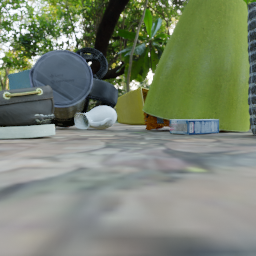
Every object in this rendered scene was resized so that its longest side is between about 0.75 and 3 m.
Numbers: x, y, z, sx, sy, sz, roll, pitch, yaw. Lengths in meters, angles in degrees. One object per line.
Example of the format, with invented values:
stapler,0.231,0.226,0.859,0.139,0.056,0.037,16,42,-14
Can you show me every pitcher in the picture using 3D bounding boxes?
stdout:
pitcher,-0.754,-0.232,7.587,1.083,0.656,0.929,-14,22,-43

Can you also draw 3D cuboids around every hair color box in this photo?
hair color box,1.215,-0.025,5.095,0.881,0.267,0.441,-1,2,-38

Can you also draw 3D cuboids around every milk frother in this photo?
milk frother,-1.634,-1.638,8.606,2.463,2.729,2.567,-8,-10,-13

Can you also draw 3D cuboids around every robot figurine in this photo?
robot figurine,1.578,-0.252,7.109,2.166,0.631,1.571,0,1,22

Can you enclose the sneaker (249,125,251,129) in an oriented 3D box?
sneaker,3.260,-0.185,8.186,1.574,0.595,0.690,6,-10,0

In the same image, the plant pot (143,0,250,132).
plant pot,1.828,-1.528,6.614,2.548,2.723,2.548,9,10,-2

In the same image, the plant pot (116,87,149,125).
plant pot,0.428,-1.077,16.131,1.821,2.065,2.065,-9,-2,24

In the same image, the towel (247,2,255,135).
towel,3.317,-0.979,4.497,2.713,2.247,1.161,0,-2,-5

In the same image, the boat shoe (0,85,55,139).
boat shoe,-2.245,-0.234,3.673,2.490,0.750,0.888,0,1,-19

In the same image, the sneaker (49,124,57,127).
sneaker,-3.154,-0.315,10.855,1.482,0.575,0.830,1,0,27

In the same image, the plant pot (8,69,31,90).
plant pot,-3.927,-1.267,12.882,2.323,2.373,2.329,2,3,42
